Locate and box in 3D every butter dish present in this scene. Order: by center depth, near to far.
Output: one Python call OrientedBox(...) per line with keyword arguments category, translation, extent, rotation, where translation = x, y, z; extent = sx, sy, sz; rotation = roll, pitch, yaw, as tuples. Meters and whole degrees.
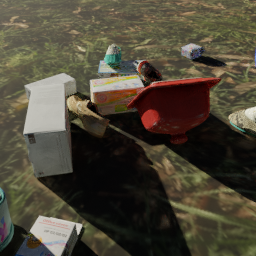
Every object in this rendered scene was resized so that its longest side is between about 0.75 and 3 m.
OrientedBox(category="butter dish", translation=(1.302, -0.368, 7.864), extent=(2.226, 1.645, 2.219), rotation=(-8, -8, -15))

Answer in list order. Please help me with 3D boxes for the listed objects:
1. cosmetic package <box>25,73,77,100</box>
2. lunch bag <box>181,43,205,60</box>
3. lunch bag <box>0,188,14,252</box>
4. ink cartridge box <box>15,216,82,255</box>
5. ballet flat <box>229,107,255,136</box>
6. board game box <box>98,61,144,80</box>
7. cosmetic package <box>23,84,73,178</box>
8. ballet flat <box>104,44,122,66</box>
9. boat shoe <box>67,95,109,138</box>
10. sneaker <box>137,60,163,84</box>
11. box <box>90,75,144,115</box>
OrientedBox(category="cosmetic package", translation=(-2.746, -1.396, 10.068), extent=(1.607, 0.573, 0.815), rotation=(-28, 44, -34))
OrientedBox(category="lunch bag", translation=(3.095, -3.657, 13.320), extent=(0.880, 0.560, 0.746), rotation=(-29, 42, -20))
OrientedBox(category="lunch bag", translation=(-3.706, 1.871, 4.844), extent=(2.402, 1.155, 2.996), rotation=(16, 34, 34))
OrientedBox(category="ink cartridge box", translation=(-1.443, 2.138, 5.150), extent=(0.786, 0.463, 1.364), rotation=(8, 36, 11))
OrientedBox(category="ballet flat", translation=(4.016, -0.011, 7.642), extent=(0.999, 1.109, 2.944), rotation=(-15, 37, -20))
OrientedBox(category="board game box", translation=(-0.244, -2.445, 11.774), extent=(1.916, 0.328, 1.288), rotation=(0, 36, 0))
OrientedBox(category="cosmetic package", translation=(-2.058, -0.038, 7.466), extent=(0.996, 1.386, 2.456), rotation=(-8, 37, -10))
OrientedBox(category="ballet flat", translation=(-0.651, -3.217, 12.095), extent=(0.736, 0.769, 2.186), rotation=(-2, 22, 1))
OrientedBox(category="boat shoe", translation=(-1.184, -0.508, 8.527), extent=(0.724, 0.655, 2.032), rotation=(17, 22, -48))
OrientedBox(category="sneaker", translation=(0.913, -1.850, 10.146), extent=(0.670, 0.631, 1.637), rotation=(45, 14, 30))
OrientedBox(category="box", translation=(-0.377, -1.089, 9.304), extent=(1.680, 0.945, 0.851), rotation=(-8, 38, -9))
